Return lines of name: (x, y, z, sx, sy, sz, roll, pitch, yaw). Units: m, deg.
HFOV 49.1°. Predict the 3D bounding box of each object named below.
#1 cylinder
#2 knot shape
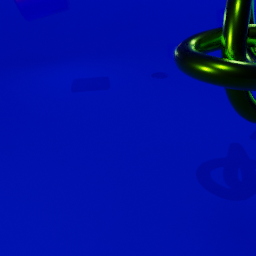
cylinder: (-2.556, -3.993, 8.205, 1.355, 1.355, 1.355, -16, 32, 1)
knot shape: (1.667, -1.149, 3.909, 2.066, 0.955, 1.933, 13, 67, -21)
